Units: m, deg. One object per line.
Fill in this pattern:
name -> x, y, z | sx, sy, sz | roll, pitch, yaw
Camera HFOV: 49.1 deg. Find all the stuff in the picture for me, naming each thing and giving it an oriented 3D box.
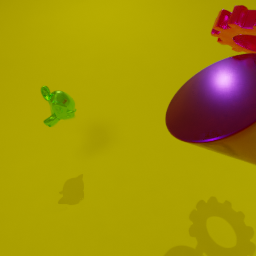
monkey head -> -1.493, -0.410, 5.954 | 0.747, 1.038, 0.626 | -38, 48, 10
cone -> 1.671, 0.084, 4.114 | 1.638, 1.644, 1.638 | -30, 31, 20
gear -> 2.089, -1.444, 4.408 | 1.492, 1.492, 0.276 | 21, 96, 14
